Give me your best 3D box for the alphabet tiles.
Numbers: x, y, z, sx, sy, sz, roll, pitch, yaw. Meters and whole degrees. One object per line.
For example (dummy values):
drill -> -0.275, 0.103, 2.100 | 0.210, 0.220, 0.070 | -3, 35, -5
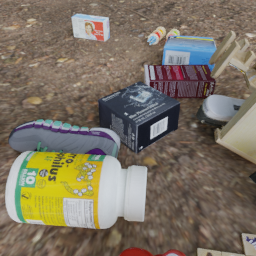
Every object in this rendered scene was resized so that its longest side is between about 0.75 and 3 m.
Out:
alphabet tiles -> 2.347, 2.630, 4.332 | 2.484, 0.094, 2.076 | 6, 39, 6

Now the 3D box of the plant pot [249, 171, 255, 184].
plant pot -> 2.985, 0.972, 5.356 | 0.871, 0.775, 0.874 | 47, 19, 28

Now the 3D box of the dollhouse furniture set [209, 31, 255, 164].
dollhouse furniture set -> 3.188, -0.730, 7.066 | 2.514, 1.781, 2.736 | 29, 35, -6

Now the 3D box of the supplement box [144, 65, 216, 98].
supplement box -> 1.609, -1.529, 9.091 | 2.151, 0.655, 1.171 | 0, 38, 1

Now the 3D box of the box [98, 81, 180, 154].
box -> 0.274, -0.355, 7.425 | 1.539, 0.919, 1.565 | -28, 45, -31

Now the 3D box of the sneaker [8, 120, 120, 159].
sneaker -> -1.505, 0.516, 6.336 | 2.626, 0.977, 1.149 | 1, 44, 1

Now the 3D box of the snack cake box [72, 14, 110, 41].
snack cake box -> -1.672, -4.542, 12.647 | 1.617, 0.930, 0.543 | 14, 41, 17

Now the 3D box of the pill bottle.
pill bottle -> -0.852, 1.145, 5.208 | 2.355, 1.328, 1.328 | 3, 39, 4

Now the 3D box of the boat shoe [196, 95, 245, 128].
boat shoe -> 2.985, -0.292, 7.395 | 2.462, 0.697, 0.845 | 12, 61, -13

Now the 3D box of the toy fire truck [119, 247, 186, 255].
toy fire truck -> 0.181, 2.459, 3.435 | 1.816, 1.018, 1.525 | -37, 49, 10

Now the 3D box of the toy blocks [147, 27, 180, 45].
toy blocks -> 1.517, -3.922, 12.219 | 1.160, 0.506, 1.392 | 16, 41, 20

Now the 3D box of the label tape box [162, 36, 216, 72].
label tape box -> 2.320, -2.893, 10.632 | 1.808, 0.834, 2.524 | 7, 28, 9
